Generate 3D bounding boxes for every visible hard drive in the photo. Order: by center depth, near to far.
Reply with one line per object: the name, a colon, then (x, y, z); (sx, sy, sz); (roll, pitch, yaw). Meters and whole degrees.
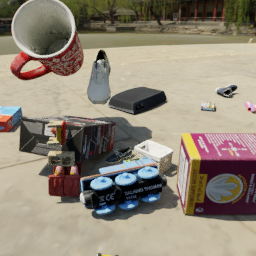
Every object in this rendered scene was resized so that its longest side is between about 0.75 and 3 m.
hard drive: (0.493, -1.428, 13.503); (1.809, 0.568, 2.682); (19, 30, 37)

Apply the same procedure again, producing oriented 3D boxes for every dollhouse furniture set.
dollhouse furniture set: (-1.523, 0.665, 6.951); (0.766, 1.885, 1.014); (2, 18, -7)

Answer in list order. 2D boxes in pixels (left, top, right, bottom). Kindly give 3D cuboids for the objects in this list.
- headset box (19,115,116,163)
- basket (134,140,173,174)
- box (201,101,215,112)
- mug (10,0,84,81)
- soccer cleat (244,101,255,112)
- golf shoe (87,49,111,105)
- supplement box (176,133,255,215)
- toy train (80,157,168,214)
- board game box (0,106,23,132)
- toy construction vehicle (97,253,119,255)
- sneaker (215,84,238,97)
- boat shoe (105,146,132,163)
headset box: (-1.655, 0.210, 8.588); (1.960, 0.989, 2.637); (8, 7, 17)
basket: (0.755, 0.860, 8.256); (0.994, 0.613, 0.674); (20, 31, 40)
box: (3.729, -1.009, 13.058); (0.614, 0.169, 0.899); (6, 24, 14)
mug: (-2.755, -2.762, 9.583); (2.484, 1.867, 2.798); (-20, -3, -1)
soccer cleat: (5.543, -0.960, 12.791); (0.365, 0.340, 0.997); (-16, 24, -3)
golf shoe: (-0.985, -1.746, 9.405); (0.833, 1.034, 2.127); (-1, 53, -3)
supplement box: (2.464, 1.064, 6.602); (2.430, 1.591, 1.254); (-1, 25, 0)
toy train: (-0.141, 1.368, 6.832); (2.142, 0.928, 1.224); (-10, 17, -17)
board game box: (-5.663, -0.380, 11.272); (2.249, 0.453, 1.721); (0, 24, -1)
toy construction vehicle: (-0.802, 2.713, 4.294); (1.381, 0.558, 1.586); (8, 25, -9)
sneaker: (5.403, -1.984, 14.782); (1.266, 0.481, 0.915); (-15, 16, -10)
boat shoe: (-0.273, 0.831, 8.696); (0.997, 0.308, 0.373); (-16, 28, -31)
